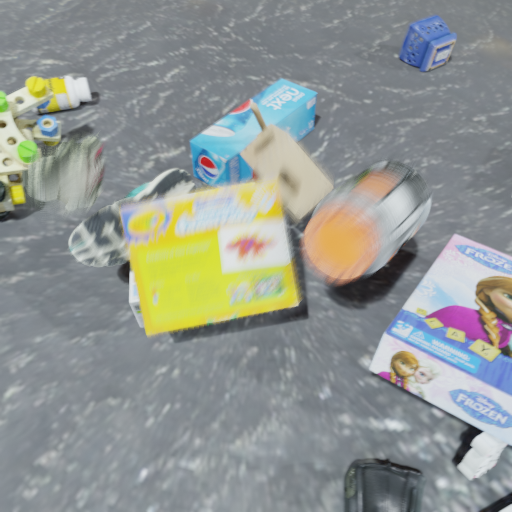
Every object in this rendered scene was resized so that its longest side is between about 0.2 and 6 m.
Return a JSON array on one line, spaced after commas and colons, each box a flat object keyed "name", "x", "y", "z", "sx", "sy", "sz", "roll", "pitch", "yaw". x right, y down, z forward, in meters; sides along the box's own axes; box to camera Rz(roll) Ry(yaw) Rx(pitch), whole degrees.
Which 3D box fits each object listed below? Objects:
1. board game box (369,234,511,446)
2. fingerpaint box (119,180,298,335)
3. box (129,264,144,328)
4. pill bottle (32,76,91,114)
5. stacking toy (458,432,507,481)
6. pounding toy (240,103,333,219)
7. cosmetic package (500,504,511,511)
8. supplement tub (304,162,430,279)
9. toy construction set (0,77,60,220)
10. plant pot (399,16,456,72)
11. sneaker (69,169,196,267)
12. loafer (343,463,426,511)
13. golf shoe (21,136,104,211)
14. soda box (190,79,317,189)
[{"name": "board game box", "x": 3.451, "y": 1.122, "z": 6.920, "sx": 3.149, "sy": 0.648, "sz": 3.141, "roll": 26, "pitch": 34, "yaw": 21}, {"name": "fingerpaint box", "x": -0.587, "y": -0.015, "z": 7.201, "sx": 1.952, "sy": 1.628, "sz": 0.716, "roll": -12, "pitch": 8, "yaw": -3}, {"name": "box", "x": -1.441, "y": 0.316, "z": 8.228, "sx": 0.706, "sy": 0.636, "sz": 1.255, "roll": -10, "pitch": 49, "yaw": -1}, {"name": "pill bottle", "x": -4.021, "y": -3.317, "z": 11.462, "sx": 1.157, "sy": 0.644, "sz": 0.644, "roll": -13, "pitch": 50, "yaw": -12}, {"name": "stacking toy", "x": 3.718, "y": 2.487, "z": 6.043, "sx": 2.545, "sy": 0.598, "sz": 1.919, "roll": -10, "pitch": 38, "yaw": -32}, {"name": "pounding toy", "x": 0.189, "y": -1.550, "z": 8.794, "sx": 0.808, "sy": 1.551, "sz": 1.766, "roll": -43, "pitch": 23, "yaw": 6}, {"name": "cosmetic package", "x": 2.797, "y": 3.355, "z": 5.694, "sx": 1.807, "sy": 0.467, "sz": 1.363, "roll": -19, "pitch": 49, "yaw": -17}, {"name": "supplement tub", "x": 1.340, "y": -0.435, "z": 6.726, "sx": 1.043, "sy": 1.043, "sz": 1.703, "roll": 29, "pitch": 37, "yaw": 23}, {"name": "toy construction set", "x": -4.965, "y": -1.620, "z": 9.336, "sx": 3.447, "sy": 1.588, "sz": 2.260, "roll": -15, "pitch": 74, "yaw": -3}, {"name": "plant pot", "x": 3.878, "y": -4.703, "z": 12.549, "sx": 0.899, "sy": 0.899, "sz": 0.808, "roll": -26, "pitch": 61, "yaw": -21}, {"name": "sneaker", "x": -1.747, "y": -0.514, "z": 7.944, "sx": 0.831, "sy": 0.808, "sz": 2.086, "roll": -1, "pitch": 30, "yaw": 49}, {"name": "loafer", "x": 1.359, "y": 3.376, "z": 5.332, "sx": 1.003, "sy": 0.970, "sz": 2.857, "roll": -2, "pitch": 45, "yaw": 9}, {"name": "golf shoe", "x": -2.338, "y": -0.955, "z": 7.234, "sx": 0.758, "sy": 0.865, "sz": 1.964, "roll": -7, "pitch": 22, "yaw": 4}, {"name": "soda box", "x": 0.003, "y": -2.258, "z": 10.390, "sx": 0.890, "sy": 0.842, "sz": 2.625, "roll": 31, "pitch": 55, "yaw": 25}]
